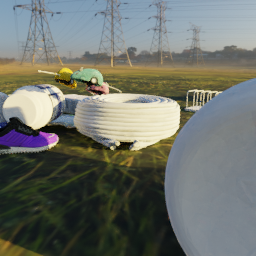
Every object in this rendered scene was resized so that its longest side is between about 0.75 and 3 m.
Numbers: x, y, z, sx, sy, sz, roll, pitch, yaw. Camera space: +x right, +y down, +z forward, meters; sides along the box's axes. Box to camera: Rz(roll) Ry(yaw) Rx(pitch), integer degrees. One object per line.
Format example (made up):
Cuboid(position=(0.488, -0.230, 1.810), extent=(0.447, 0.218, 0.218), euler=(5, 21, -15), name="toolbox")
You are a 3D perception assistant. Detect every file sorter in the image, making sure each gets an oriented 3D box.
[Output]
Cuboid(position=(2.992, -1.039, 10.839), extent=(1.266, 0.788, 0.879), euler=(12, 17, 42), name="file sorter")

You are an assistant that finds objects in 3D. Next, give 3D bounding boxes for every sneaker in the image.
Cuboid(position=(-2.261, 0.122, 5.996), extent=(1.488, 0.740, 0.517), euler=(-4, 14, -17), name="sneaker")

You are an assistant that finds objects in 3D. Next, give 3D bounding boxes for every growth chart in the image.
Cuboid(position=(-2.343, -0.234, 8.660), extent=(2.475, 0.219, 1.791), euler=(2, 13, 9), name="growth chart")

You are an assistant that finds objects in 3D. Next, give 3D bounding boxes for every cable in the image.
Cuboid(position=(-0.046, -0.346, 7.351), extent=(2.765, 0.957, 2.764), euler=(14, 19, 41), name="cable")

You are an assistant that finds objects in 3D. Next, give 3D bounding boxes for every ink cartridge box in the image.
Cuboid(position=(-1.146, -1.018, 11.098), extent=(2.231, 0.783, 2.744), euler=(11, 21, 39), name="ink cartridge box")

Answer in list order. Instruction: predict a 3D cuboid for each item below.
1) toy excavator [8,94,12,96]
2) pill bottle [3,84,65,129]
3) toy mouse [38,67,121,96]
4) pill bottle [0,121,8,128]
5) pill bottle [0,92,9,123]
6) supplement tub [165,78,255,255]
Cuboid(position=(-4.782, -1.012, 11.611), extent=(0.969, 0.498, 0.996), euler=(-9, 28, -26), name="toy excavator")
Cuboid(position=(-2.337, -0.547, 7.083), extent=(1.061, 1.061, 1.911), euler=(1, 10, 3), name="pill bottle")
Cuboid(position=(-0.812, -1.027, 6.165), extent=(1.517, 0.330, 1.706), euler=(10, -7, 22), name="toy mouse")
Cuboid(position=(-2.953, 0.094, 6.693), extent=(0.475, 0.475, 0.822), euler=(5, 15, 19), name="pill bottle")
Cuboid(position=(-4.062, -0.419, 7.393), extent=(2.003, 1.160, 1.160), euler=(6, 15, 27), name="pill bottle")
Cuboid(position=(1.654, 0.340, 2.718), extent=(1.820, 1.820, 2.503), euler=(9, 16, 33), name="supplement tub")
